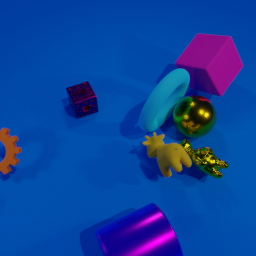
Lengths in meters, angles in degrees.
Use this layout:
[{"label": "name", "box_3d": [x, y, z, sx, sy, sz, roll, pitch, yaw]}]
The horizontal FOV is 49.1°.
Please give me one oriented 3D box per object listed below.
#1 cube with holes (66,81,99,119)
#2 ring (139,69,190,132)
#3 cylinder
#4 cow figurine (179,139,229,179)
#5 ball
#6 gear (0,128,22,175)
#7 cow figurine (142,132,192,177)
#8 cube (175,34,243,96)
[{"label": "cube with holes", "box_3d": [-1.418, -0.869, 8.737, 0.728, 0.728, 0.728, -21, 56, -15]}, {"label": "ring", "box_3d": [1.022, -0.737, 7.791, 0.403, 2.017, 2.017, 37, 61, 17]}, {"label": "cylinder", "box_3d": [0.204, 2.483, 5.816, 1.389, 1.389, 1.389, -21, 56, -15]}, {"label": "cow figurine", "box_3d": [1.867, 0.799, 7.370, 1.237, 1.217, 0.679, 37, 81, -12]}, {"label": "ball", "box_3d": [1.904, -0.325, 8.027, 1.232, 1.232, 1.232, 0, 53, 0]}, {"label": "gear", "box_3d": [-3.242, 0.566, 6.791, 1.214, 0.224, 1.214, 0, 90, -4]}, {"label": "cow figurine", "box_3d": [0.935, 0.580, 7.039, 0.692, 1.260, 1.240, -21, 76, -22]}, {"label": "cube", "box_3d": [2.517, -1.969, 8.694, 1.277, 1.277, 1.277, -53, 41, -8]}]
